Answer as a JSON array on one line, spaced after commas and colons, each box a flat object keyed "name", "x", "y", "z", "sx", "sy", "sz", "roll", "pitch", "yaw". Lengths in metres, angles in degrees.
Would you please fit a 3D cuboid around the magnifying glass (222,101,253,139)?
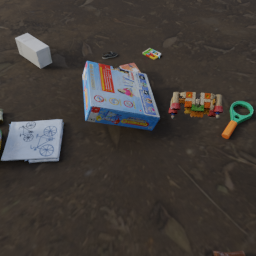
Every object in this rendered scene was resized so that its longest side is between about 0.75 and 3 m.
[{"name": "magnifying glass", "x": 4.503, "y": -0.373, "z": 11.667, "sx": 0.931, "sy": 0.262, "sz": 2.339, "roll": 28, "pitch": 55, "yaw": 23}]

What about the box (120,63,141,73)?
[{"name": "box", "x": 0.125, "y": -2.575, "z": 13.439, "sx": 0.772, "sy": 0.539, "sz": 1.014, "roll": -16, "pitch": 50, "yaw": -14}]

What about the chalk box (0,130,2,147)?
[{"name": "chalk box", "x": -5.531, "y": 0.277, "z": 10.415, "sx": 1.234, "sy": 1.228, "sz": 1.984, "roll": -10, "pitch": 49, "yaw": -9}]

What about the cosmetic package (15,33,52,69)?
[{"name": "cosmetic package", "x": -4.841, "y": -3.976, "z": 14.380, "sx": 1.889, "sy": 1.017, "sz": 0.801, "roll": 35, "pitch": 55, "yaw": 25}]

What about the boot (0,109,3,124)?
[{"name": "boot", "x": -5.729, "y": -0.469, "z": 11.676, "sx": 0.991, "sy": 0.357, "sz": 0.766, "roll": -7, "pitch": 49, "yaw": -14}]

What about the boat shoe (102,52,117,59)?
[{"name": "boat shoe", "x": -0.960, "y": -3.903, "z": 14.819, "sx": 0.855, "sy": 0.258, "sz": 0.316, "roll": -17, "pitch": 50, "yaw": -14}]

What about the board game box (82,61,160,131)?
[{"name": "board game box", "x": -0.370, "y": -1.353, "z": 11.537, "sx": 2.800, "sy": 0.799, "sz": 2.860, "roll": 8, "pitch": 45, "yaw": -20}]

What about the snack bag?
[{"name": "snack bag", "x": -3.678, "y": 0.497, "z": 10.895, "sx": 2.185, "sy": 0.234, "sz": 2.060, "roll": -3, "pitch": 48, "yaw": -4}]

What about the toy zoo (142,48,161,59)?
[{"name": "toy zoo", "x": 1.325, "y": -3.944, "z": 14.964, "sx": 0.940, "sy": 0.096, "sz": 0.617, "roll": 35, "pitch": 57, "yaw": 27}]

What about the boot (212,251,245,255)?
[{"name": "boot", "x": 2.913, "y": 3.889, "z": 7.829, "sx": 0.986, "sy": 0.317, "sz": 0.919, "roll": 4, "pitch": 50, "yaw": -2}]

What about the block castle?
[{"name": "block castle", "x": 2.110, "y": -0.636, "z": 8.809, "sx": 1.572, "sy": 1.051, "sz": 0.738, "roll": 4, "pitch": 83, "yaw": 4}]
